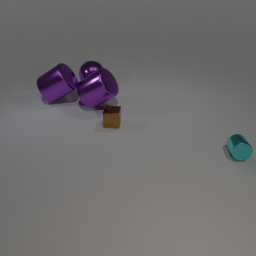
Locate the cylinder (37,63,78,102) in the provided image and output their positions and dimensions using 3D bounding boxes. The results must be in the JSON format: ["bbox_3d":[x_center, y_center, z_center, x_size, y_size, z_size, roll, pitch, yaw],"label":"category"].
[{"bbox_3d":[-3.336,-2.139,13.307,1.400,1.400,1.400,-27,26,20],"label":"cylinder"}]

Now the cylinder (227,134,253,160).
[{"bbox_3d":[3.917,0.671,9.848,0.700,0.700,0.700,1,25,2],"label":"cylinder"}]

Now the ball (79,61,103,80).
[{"bbox_3d":[-1.922,-2.884,14.950,1.400,1.400,1.400,0,32,0],"label":"ball"}]

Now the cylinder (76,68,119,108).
[{"bbox_3d":[-1.374,-1.800,12.737,1.400,1.400,1.400,-25,22,27],"label":"cylinder"}]

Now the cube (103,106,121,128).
[{"bbox_3d":[-0.661,-0.470,11.788,0.700,0.700,0.700,2,32,3],"label":"cube"}]
